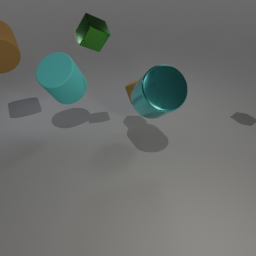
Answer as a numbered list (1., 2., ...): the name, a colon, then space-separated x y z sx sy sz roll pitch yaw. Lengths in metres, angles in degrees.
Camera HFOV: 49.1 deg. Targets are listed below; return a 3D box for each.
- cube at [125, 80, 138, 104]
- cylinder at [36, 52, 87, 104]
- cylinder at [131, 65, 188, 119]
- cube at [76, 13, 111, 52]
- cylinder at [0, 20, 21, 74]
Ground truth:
1. cube: 0.408 -1.355 10.165 0.700 0.700 0.700 -15 16 23
2. cylinder: -2.368 -1.761 10.156 1.400 1.400 1.400 -4 69 11
3. cylinder: 0.918 -1.072 8.657 1.400 1.400 1.400 -9 -4 -14
4. cube: -1.052 -2.831 8.342 0.700 0.700 0.700 10 47 -36
5. cylinder: -4.653 -2.887 9.890 1.400 1.400 1.400 -15 51 -22
